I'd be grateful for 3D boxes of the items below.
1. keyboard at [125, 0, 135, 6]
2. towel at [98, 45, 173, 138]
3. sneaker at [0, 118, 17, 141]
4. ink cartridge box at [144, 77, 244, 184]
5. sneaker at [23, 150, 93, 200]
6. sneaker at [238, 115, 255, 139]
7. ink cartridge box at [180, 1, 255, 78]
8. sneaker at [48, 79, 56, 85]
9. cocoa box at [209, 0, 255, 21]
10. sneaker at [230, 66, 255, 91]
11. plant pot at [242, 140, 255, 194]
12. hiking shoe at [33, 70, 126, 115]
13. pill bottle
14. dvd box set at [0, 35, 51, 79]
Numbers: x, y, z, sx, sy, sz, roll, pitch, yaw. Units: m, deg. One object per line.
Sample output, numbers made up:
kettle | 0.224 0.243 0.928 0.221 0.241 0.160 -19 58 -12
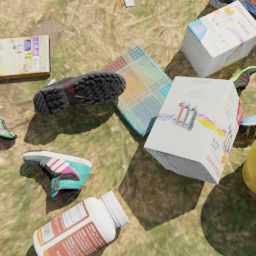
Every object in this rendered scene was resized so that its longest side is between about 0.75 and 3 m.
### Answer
keyboard | -0.041 -5.350 11.177 0.338 0.064 1.202 -13 73 -4
towel | 0.434 -1.355 9.787 2.180 0.323 2.973 -35 76 -11
sneaker | -4.240 -0.046 9.255 1.396 0.545 0.595 29 74 9
ink cartridge box | 2.000 0.057 8.235 1.810 1.818 2.503 14 71 38
sneaker | -2.294 1.493 8.621 2.183 0.913 1.318 9 63 2
sneaker | 4.582 -0.329 9.350 2.154 0.844 0.969 -13 54 -7
ink cartridge box | 3.286 -3.095 9.723 2.334 1.461 1.500 -29 75 -8
sneaker | -2.659 -1.243 9.747 0.481 0.311 0.886 33 77 4
cocoa box | 4.858 -5.004 10.073 2.953 1.938 1.969 40 77 11
sneaker | 3.987 -1.640 9.821 1.407 0.540 0.589 -37 85 -2
plant pot | 4.374 1.178 8.053 2.223 2.091 2.223 0 73 0
hiking shoe | -1.579 -1.348 9.171 2.973 1.496 1.126 -12 117 -10
pill bottle | -1.255 2.870 7.904 2.449 1.374 1.374 -30 75 -9
dvd box set | -3.889 -2.561 10.168 2.114 0.311 1.547 -6 73 -2
